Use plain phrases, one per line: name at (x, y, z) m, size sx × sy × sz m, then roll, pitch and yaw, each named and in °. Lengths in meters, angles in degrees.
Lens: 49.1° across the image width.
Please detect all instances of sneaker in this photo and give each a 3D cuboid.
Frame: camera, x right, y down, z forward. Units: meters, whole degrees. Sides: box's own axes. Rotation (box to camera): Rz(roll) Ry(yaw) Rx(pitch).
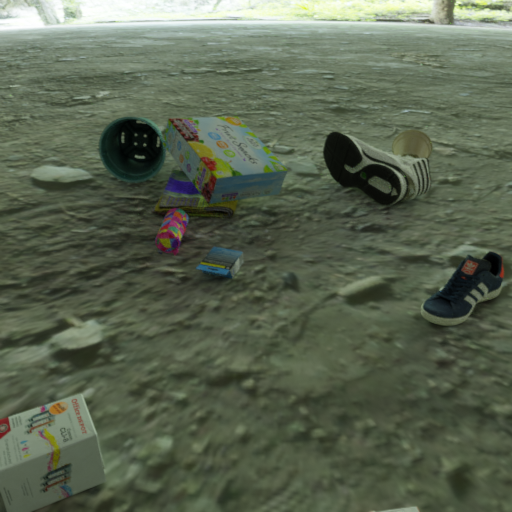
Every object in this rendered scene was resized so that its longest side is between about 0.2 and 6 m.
sneaker at (3.296, -2.344, 14.934) m, size 1.876 × 1.230 × 3.261 m, roll -8°, pitch 37°, yaw -31°
sneaker at (3.660, 0.492, 9.886) m, size 2.077 × 0.878 × 0.779 m, roll -25°, pitch 38°, yaw -36°

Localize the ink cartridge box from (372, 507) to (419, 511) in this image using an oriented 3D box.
ink cartridge box at (1.114, 3.102, 5.776) m, size 1.433 × 0.361 × 0.781 m, roll -4°, pitch 29°, yaw -9°

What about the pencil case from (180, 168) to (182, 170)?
pencil case at (-1.744, -2.880, 15.740) m, size 0.823 × 0.823 × 1.883 m, roll -2°, pitch 25°, yaw -3°

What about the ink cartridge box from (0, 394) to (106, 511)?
ink cartridge box at (-2.466, 2.340, 6.647) m, size 1.139 × 0.824 × 0.827 m, roll -15°, pitch 33°, yaw -24°

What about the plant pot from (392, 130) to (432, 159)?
plant pot at (4.307, -2.788, 15.673) m, size 1.133 × 1.133 × 1.037 m, roll 9°, pitch 42°, yaw 16°

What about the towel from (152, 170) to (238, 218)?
towel at (-1.417, -1.655, 14.284) m, size 1.992 × 0.316 × 2.773 m, roll 1°, pitch 29°, yaw 4°

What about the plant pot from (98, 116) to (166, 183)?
plant pot at (-3.340, -3.103, 15.616) m, size 1.766 × 1.766 × 1.730 m, roll -2°, pitch 22°, yaw -4°

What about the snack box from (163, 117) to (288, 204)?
snack box at (-0.808, -2.496, 14.136) m, size 2.161 × 0.867 × 2.562 m, roll -11°, pitch 50°, yaw -34°

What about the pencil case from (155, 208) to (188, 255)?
pencil case at (-1.809, -0.535, 12.091) m, size 0.577 × 0.577 × 1.305 m, roll 2°, pitch 32°, yaw 3°

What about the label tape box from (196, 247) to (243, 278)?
label tape box at (-0.711, 0.199, 11.003) m, size 0.652 × 0.286 × 0.904 m, roll 10°, pitch 33°, yaw 17°
